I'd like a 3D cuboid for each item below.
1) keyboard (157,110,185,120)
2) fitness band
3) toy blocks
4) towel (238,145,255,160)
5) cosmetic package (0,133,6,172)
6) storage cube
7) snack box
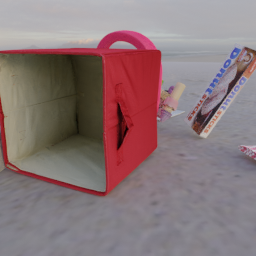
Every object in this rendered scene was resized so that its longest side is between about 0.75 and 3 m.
[{"bbox_3d":[1.487,-0.493,10.442,0.519,0.098,1.846,17,23,35],"label":"keyboard"},{"bbox_3d":[-0.043,-1.230,7.905,2.105,2.931,0.549,22,35,30],"label":"fitness band"},{"bbox_3d":[0.458,-0.799,8.452,1.827,1.646,1.956,28,-3,-3],"label":"toy blocks"},{"bbox_3d":[3.258,0.619,6.108,1.019,0.208,1.392,0,18,-17],"label":"towel"},{"bbox_3d":[-2.929,0.314,5.598,0.660,1.237,0.558,-4,14,8],"label":"cosmetic package"},{"bbox_3d":[-0.863,-0.430,5.964,2.839,2.427,2.552,8,19,25],"label":"storage cube"},{"bbox_3d":[2.565,-1.017,7.762,0.316,2.602,0.936,21,20,-29],"label":"snack box"}]
